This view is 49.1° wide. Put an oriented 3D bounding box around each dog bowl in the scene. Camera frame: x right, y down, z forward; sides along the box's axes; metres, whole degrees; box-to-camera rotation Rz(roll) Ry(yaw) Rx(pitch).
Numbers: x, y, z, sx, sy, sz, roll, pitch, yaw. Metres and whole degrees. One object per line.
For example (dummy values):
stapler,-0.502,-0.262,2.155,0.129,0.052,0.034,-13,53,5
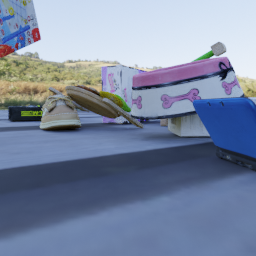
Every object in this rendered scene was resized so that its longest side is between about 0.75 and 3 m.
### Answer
dog bowl,1.004,-0.785,5.223,2.097,0.773,2.097,-11,11,2

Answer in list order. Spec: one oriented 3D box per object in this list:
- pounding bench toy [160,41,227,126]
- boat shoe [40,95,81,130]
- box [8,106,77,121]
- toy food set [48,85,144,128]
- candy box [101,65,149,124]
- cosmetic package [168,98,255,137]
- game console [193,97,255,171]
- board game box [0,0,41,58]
pounding bench toy,1.930,-1.296,8.446,1.908,2.447,1.520,3,5,25
boat shoe,-1.868,-0.439,7.436,0.993,0.891,2.684,-2,5,-24
box,-3.653,-0.640,11.892,2.582,0.635,2.674,0,3,-22
toy food set,-0.857,-0.783,7.675,2.632,0.528,1.817,16,-13,40
candy box,-0.016,-1.173,10.145,0.822,1.927,2.297,2,5,28
cosmetic package,1.857,-0.249,5.685,1.916,0.777,1.081,-2,6,-7
game console,1.280,0.046,2.695,0.984,0.682,1.153,-2,5,-9
board game box,-3.532,-3.028,7.155,0.658,2.354,2.305,24,47,26
